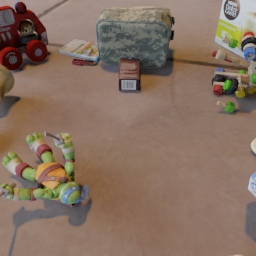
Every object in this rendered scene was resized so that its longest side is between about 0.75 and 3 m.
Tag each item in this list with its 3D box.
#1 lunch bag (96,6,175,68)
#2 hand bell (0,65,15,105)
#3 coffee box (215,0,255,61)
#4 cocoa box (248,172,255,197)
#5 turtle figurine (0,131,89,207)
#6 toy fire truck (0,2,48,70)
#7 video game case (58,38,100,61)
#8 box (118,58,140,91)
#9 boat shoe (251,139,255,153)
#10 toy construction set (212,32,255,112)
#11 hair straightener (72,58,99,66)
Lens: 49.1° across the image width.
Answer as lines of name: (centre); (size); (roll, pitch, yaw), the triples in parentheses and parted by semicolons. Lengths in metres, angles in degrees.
lunch bag: (0.361, -3.719, 10.764); (2.810, 1.958, 2.357); (5, 47, 8)
hand bell: (-3.951, -0.420, 7.855); (1.431, 1.431, 2.749); (-9, 55, -10)
coffee box: (5.260, -4.348, 11.350); (2.217, 2.192, 2.213); (-19, 44, -21)
cocoa box: (2.802, 1.058, 5.155); (0.798, 1.196, 0.785); (-40, 60, 1)
turtle figurine: (-1.938, 0.675, 5.763); (2.202, 1.585, 2.135); (18, 3, -43)
toy fire truck: (-4.230, -3.501, 10.454); (2.477, 2.080, 1.389); (-29, 48, -29)
video game case: (-1.766, -3.286, 11.689); (1.841, 0.164, 1.318); (16, 43, 18)
box: (0.041, -1.872, 9.763); (0.728, 0.545, 1.454); (1, 42, 2)
boat shoe: (4.289, 0.362, 6.939); (2.267, 0.784, 0.836); (3, 42, 4)
toy construction set: (3.974, -1.851, 9.026); (2.016, 2.188, 2.623); (16, 32, -8)
hair straightener: (-1.626, -2.586, 10.831); (1.024, 0.209, 0.394); (1, 41, 2)
